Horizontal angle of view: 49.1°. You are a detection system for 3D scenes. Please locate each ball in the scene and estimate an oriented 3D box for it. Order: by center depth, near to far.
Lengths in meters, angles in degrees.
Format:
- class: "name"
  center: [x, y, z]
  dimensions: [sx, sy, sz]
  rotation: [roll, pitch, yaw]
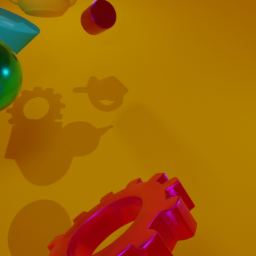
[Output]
- class: "ball"
  center: [-2.284, -0.822, 4.299]
  dimensions: [1.262, 1.262, 1.262]
  rotation: [0, 50, 0]

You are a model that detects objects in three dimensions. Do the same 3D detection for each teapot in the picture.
- class: "teapot"
  center: [-1.709, -2.791, 5.838]
  dimensions: [1.706, 0.835, 1.061]
  rotation: [-4, 11, -18]

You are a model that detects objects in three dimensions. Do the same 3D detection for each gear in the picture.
- class: "gear"
  center: [-0.186, 1.335, 3.433]
  dimensions: [2.085, 2.085, 0.386]
  rotation: [-36, 98, -26]

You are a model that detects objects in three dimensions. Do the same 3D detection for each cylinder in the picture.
- class: "cylinder"
  center: [-0.809, -2.978, 7.597]
  dimensions: [0.754, 0.754, 0.754]
  rotation: [-34, 19, -25]

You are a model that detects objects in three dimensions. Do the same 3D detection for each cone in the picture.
- class: "cone"
  center: [-2.795, -1.582, 5.808]
  dimensions: [1.518, 1.524, 1.518]
  rotation: [22, 23, -10]
